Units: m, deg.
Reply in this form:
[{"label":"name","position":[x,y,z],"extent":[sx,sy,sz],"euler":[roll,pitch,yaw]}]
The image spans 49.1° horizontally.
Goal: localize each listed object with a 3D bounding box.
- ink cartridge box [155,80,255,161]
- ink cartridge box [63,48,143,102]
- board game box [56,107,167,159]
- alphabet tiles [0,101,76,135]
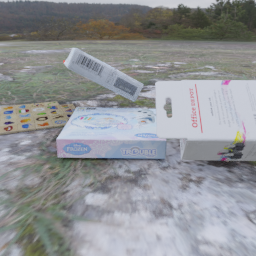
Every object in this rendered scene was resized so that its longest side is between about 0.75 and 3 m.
[{"label":"ink cartridge box","position":[1.791,-0.160,5.604],"extent":[2.513,0.852,1.446],"euler":[1,56,2]},{"label":"ink cartridge box","position":[-0.889,-1.765,8.764],"extent":[2.137,0.631,2.670],"euler":[24,10,-21]},{"label":"board game box","position":[-0.342,0.048,7.086],"extent":[2.372,0.514,2.360],"euler":[1,20,1]},{"label":"alphabet tiles","position":[-2.993,-0.383,8.781],"extent":[2.835,0.090,2.359],"euler":[-8,25,-21]}]
